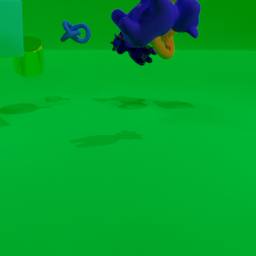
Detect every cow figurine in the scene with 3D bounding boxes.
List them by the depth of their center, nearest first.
[{"bbox_3d":[0.566,-1.859,4.937,1.392,1.414,0.776,36,18,-49],"label":"cow figurine"},{"bbox_3d":[0.179,-2.782,9.791,1.408,0.786,1.431,37,30,12],"label":"cow figurine"}]

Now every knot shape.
[{"bbox_3d":[1.235,-3.175,8.478,0.882,1.786,1.909,18,37,0],"label":"knot shape"},{"bbox_3d":[-1.753,-3.213,9.448,0.989,0.488,1.056,6,49,-5],"label":"knot shape"}]

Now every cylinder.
[{"bbox_3d":[-3.054,-2.184,8.587,0.919,0.919,0.919,7,45,-7],"label":"cylinder"}]

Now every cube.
[{"bbox_3d":[-3.093,-2.290,6.085,1.216,1.216,1.216,-14,39,-35],"label":"cube"}]
